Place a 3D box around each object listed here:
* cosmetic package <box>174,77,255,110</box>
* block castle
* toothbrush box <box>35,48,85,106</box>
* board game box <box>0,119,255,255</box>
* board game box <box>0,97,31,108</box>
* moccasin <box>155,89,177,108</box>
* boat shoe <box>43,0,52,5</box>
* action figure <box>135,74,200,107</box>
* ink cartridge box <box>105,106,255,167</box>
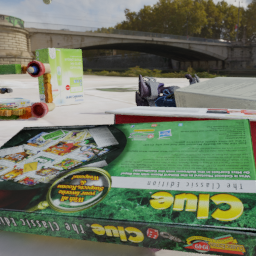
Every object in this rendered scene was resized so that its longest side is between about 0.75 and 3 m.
[{"bbox_3d":[2.382,-0.443,6.075,1.473,1.040,2.845,-18,17,-16],"label":"cosmetic package"},{"bbox_3d":[-3.585,-1.135,8.460,2.538,1.696,1.191,1,13,11],"label":"block castle"},{"bbox_3d":[-2.786,-2.112,11.649,0.977,2.269,1.652,11,16,41],"label":"toothbrush box"},{"bbox_3d":[-0.263,0.414,2.741,2.783,0.327,1.458,-1,28,21],"label":"board game box"},{"bbox_3d":[-4.820,-0.869,10.447,1.992,0.341,1.339,-8,15,-34],"label":"board game box"},{"bbox_3d":[1.501,-0.777,8.802,0.827,0.701,2.055,5,15,-21],"label":"moccasin"},{"bbox_3d":[-2.173,-3.850,7.636,0.345,0.924,0.288,17,50,-5],"label":"boat shoe"},{"bbox_3d":[1.728,-1.231,9.845,2.842,0.986,1.849,-2,-24,-12],"label":"action figure"},{"bbox_3d":[0.893,0.171,3.905,2.073,0.869,1.820,3,7,17],"label":"ink cartridge box"}]
